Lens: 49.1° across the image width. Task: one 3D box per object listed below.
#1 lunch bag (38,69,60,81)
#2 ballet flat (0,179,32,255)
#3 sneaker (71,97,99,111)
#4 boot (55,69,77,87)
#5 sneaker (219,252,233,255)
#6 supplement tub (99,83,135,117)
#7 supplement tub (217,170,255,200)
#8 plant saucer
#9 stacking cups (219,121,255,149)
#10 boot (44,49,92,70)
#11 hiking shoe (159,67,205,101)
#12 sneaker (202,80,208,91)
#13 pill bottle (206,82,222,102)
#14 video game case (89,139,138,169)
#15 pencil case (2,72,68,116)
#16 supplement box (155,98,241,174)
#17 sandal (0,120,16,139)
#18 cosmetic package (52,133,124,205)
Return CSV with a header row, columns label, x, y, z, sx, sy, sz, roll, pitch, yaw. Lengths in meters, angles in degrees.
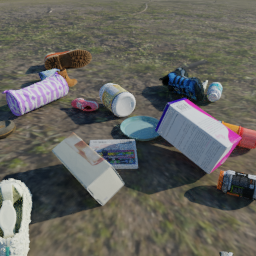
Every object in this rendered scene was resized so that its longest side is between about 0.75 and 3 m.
label,x,y,z,sx,sy,sz,roll,pitch,yaw
lunch bag,-3.791,-2.548,13.907,0.955,0.716,1.124,-22,48,-31
ballet flat,-2.733,1.887,6.566,0.980,0.980,2.730,-12,33,-19
sneaker,-1.837,-0.946,11.493,1.204,0.444,0.522,8,26,15
boot,-3.004,-2.455,13.559,1.173,0.911,0.450,-22,38,-31
sneaker,1.921,2.824,5.657,0.308,0.287,0.776,6,25,27
supplement tub,-0.469,-1.166,11.344,1.037,1.037,1.436,-18,36,-26
supplement tub,2.941,1.490,7.436,1.043,0.639,0.639,12,34,17
plant saucer,0.521,0.031,10.202,1.591,0.218,1.591,0,31,0
stacking cups,2.824,0.043,9.540,2.994,0.906,0.906,14,34,21
boot,-3.511,-4.038,16.123,2.710,1.017,1.453,-13,29,-18
hiking shoe,2.464,-1.792,12.619,1.225,1.051,2.825,-23,30,-4
sneaker,3.467,-1.999,13.287,0.475,0.422,1.125,16,35,17
pill bottle,3.825,-1.567,12.422,0.606,0.606,1.095,11,35,18
video game case,-0.497,0.825,8.959,1.544,0.177,1.406,0,32,-3
pencil case,-3.733,-1.465,11.703,1.110,1.130,2.644,-8,20,44
supplement box,2.069,0.171,8.458,2.154,1.113,1.090,40,37,27
sandal,-5.418,0.086,9.541,2.942,0.803,1.202,-13,34,-20
cosmetic package,-1.109,1.055,7.607,0.845,1.001,1.936,-42,48,-14
